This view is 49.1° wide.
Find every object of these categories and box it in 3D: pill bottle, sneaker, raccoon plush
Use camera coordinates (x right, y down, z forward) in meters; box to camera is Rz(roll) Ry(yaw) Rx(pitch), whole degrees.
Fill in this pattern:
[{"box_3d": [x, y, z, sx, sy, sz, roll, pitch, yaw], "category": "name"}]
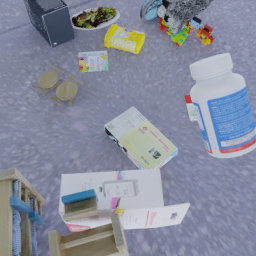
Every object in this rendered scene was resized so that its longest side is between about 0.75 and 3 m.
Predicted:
[{"box_3d": [1.783, -0.434, 5.346, 1.013, 1.805, 1.013, -18, 15, 5], "category": "pill bottle"}, {"box_3d": [1.636, -4.900, 11.428, 2.361, 0.936, 1.128, -25, 59, -16], "category": "sneaker"}, {"box_3d": [1.371, -2.294, 5.489, 1.763, 1.181, 0.853, 26, 83, 25], "category": "raccoon plush"}]

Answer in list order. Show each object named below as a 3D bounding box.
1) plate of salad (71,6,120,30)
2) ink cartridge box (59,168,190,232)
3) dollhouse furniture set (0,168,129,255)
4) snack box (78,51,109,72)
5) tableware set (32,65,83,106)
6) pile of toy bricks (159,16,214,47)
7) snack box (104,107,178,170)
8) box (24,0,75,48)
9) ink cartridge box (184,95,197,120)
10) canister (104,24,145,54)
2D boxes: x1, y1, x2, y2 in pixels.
[{"box_3d": [-1.372, -4.509, 11.250, 2.095, 0.503, 2.095, -4, 45, 4], "category": "plate of salad"}, {"box_3d": [-0.077, 1.728, 6.592, 2.751, 1.602, 0.928, -2, 56, -2], "category": "ink cartridge box"}, {"box_3d": [-1.592, 2.050, 6.024, 2.856, 2.001, 2.013, -13, 57, -4], "category": "dollhouse furniture set"}, {"box_3d": [-1.208, -2.332, 9.850, 1.007, 0.716, 0.267, -5, 56, -4], "category": "snack box"}, {"box_3d": [-2.347, -1.401, 9.480, 1.642, 0.329, 1.086, 30, 73, 25], "category": "tableware set"}, {"box_3d": [2.076, -3.667, 10.672, 2.292, 1.271, 1.131, 35, 102, 9], "category": "pile of toy bricks"}, {"box_3d": [0.353, 0.348, 8.256, 1.168, 0.373, 2.010, -34, 62, -21], "category": "snack box"}, {"box_3d": [-3.063, -4.338, 10.752, 1.041, 1.444, 1.945, -30, 62, -18], "category": "box"}, {"box_3d": [2.353, -0.747, 9.075, 0.871, 0.271, 1.082, -3, 58, -2], "category": "ink cartridge box"}, {"box_3d": [-0.110, -3.371, 10.649, 1.305, 0.565, 0.969, 18, 58, 10], "category": "canister"}]
